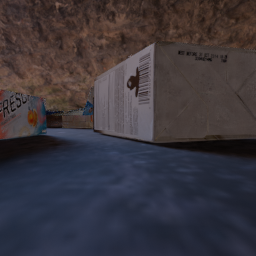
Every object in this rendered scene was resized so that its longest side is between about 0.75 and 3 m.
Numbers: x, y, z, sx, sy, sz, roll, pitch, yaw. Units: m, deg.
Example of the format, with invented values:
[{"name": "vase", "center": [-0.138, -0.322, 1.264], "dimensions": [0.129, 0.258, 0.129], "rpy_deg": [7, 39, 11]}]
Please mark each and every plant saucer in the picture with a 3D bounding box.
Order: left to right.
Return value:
[{"name": "plant saucer", "center": [-3.039, -0.288, 11.241], "dimensions": [2.559, 0.468, 2.559], "rpy_deg": [1, 1, 0]}]

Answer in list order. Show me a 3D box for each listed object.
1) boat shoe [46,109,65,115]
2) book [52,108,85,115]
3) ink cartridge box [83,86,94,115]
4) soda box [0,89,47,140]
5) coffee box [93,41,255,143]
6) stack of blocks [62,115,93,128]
[{"name": "boat shoe", "center": [-4.556, -0.568, 14.815], "dimensions": [2.733, 0.987, 0.989], "rpy_deg": [11, -10, -38]}, {"name": "book", "center": [-2.301, -0.615, 13.417], "dimensions": [2.284, 0.549, 1.526], "rpy_deg": [-10, 1, 1]}, {"name": "ink cartridge box", "center": [-0.357, -0.866, 10.836], "dimensions": [2.559, 1.482, 0.854], "rpy_deg": [2, -25, 29]}, {"name": "soda box", "center": [-1.902, -0.185, 4.034], "dimensions": [0.724, 0.673, 2.118], "rpy_deg": [0, 2, 5]}, {"name": "coffee box", "center": [0.523, -0.423, 4.411], "dimensions": [1.590, 1.108, 2.780], "rpy_deg": [-1, 2, -19]}, {"name": "stack of blocks", "center": [-1.475, -0.211, 9.298], "dimensions": [1.406, 0.412, 0.810], "rpy_deg": [1, 2, 21]}]
